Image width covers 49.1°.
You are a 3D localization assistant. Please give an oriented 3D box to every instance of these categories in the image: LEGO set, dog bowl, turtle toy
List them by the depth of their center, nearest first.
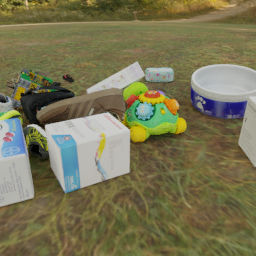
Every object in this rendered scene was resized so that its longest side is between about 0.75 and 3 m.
[{"bbox_3d":[0.699,-0.707,10.235,2.137,1.482,2.932,-11,28,-22],"label":"turtle toy"},{"bbox_3d":[4.181,-1.639,12.008,2.924,1.152,2.924,-3,35,2],"label":"dog bowl"},{"bbox_3d":[-4.287,-1.501,12.488,2.016,1.519,2.622,18,17,-36],"label":"LEGO set"}]

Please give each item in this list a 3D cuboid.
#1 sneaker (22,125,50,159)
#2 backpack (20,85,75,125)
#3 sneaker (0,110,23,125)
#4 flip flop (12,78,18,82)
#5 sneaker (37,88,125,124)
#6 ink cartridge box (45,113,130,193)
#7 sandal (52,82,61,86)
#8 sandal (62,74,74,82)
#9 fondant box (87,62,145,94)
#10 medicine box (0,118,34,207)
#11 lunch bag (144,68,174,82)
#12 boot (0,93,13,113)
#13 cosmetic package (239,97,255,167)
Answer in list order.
[{"bbox_3d":[-2.934,0.422,8.864,1.839,0.685,0.778,19,32,33],"label":"sneaker"},{"bbox_3d":[-2.972,-0.843,10.804,1.960,1.240,1.635,-17,40,-27],"label":"backpack"},{"bbox_3d":[-4.794,0.218,9.130,1.202,1.065,2.876,0,19,29],"label":"sneaker"},{"bbox_3d":[-6.206,-2.657,15.594,0.364,0.258,0.898,-19,32,-33],"label":"flip flop"},{"bbox_3d":[-1.549,-0.408,9.159,2.990,1.130,1.053,-16,-4,11],"label":"sneaker"},{"bbox_3d":[-1.081,0.587,7.706,1.911,1.396,1.402,-13,29,-25],"label":"ink cartridge box"},{"bbox_3d":[-3.926,-2.206,14.693,0.522,0.332,1.388,6,14,14],"label":"sandal"},{"bbox_3d":[-3.421,-2.900,16.080,0.441,0.264,1.173,-17,31,-30],"label":"sandal"},{"bbox_3d":[-0.555,-1.788,11.709,2.319,0.675,1.673,-31,4,-5],"label":"fondant box"},{"bbox_3d":[-3.883,0.931,7.117,2.543,1.309,2.316,-11,28,-21],"label":"medicine box"},{"bbox_3d":[1.761,-3.093,16.053,1.650,0.636,1.324,2,26,5],"label":"lunch bag"},{"bbox_3d":[-4.995,-0.918,11.177,0.798,1.036,2.168,-20,33,-35],"label":"boot"},{"bbox_3d":[4.367,0.092,8.338,1.424,1.726,1.422,0,26,-1],"label":"cosmetic package"}]
